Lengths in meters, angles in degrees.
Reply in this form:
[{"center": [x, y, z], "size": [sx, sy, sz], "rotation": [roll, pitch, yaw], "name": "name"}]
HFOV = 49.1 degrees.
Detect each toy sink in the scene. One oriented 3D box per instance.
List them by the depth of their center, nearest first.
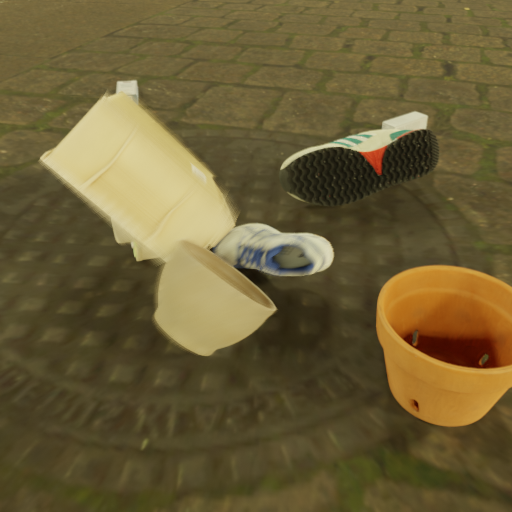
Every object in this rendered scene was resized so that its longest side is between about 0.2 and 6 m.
[{"center": [-1.781, -0.393, 9.238], "size": [1.123, 0.629, 0.732], "rotation": [-9, 54, -18], "name": "toy sink"}]

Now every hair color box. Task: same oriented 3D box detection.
[{"center": [-3.541, -4.469, 15.396], "size": [0.555, 0.340, 1.121], "rotation": [-6, 36, -8], "name": "hair color box"}]

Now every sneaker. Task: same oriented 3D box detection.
[{"center": [0.153, -0.084, 8.530], "size": [1.946, 0.732, 0.858], "rotation": [2, 10, 21], "name": "sneaker"}, {"center": [1.903, -1.809, 11.234], "size": [3.289, 1.158, 1.538], "rotation": [-16, 15, -13], "name": "sneaker"}]

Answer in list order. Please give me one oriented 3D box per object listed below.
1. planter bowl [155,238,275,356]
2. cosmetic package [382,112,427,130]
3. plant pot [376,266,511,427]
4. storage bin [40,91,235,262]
[{"center": [-0.648, 0.605, 7.077], "size": [1.003, 1.490, 1.490], "rotation": [-52, 46, 5], "name": "planter bowl"}, {"center": [3.429, -2.922, 13.008], "size": [1.123, 0.569, 0.400], "rotation": [-22, 40, -29], "name": "cosmetic package"}, {"center": [2.289, 1.145, 6.655], "size": [1.805, 1.263, 1.805], "rotation": [0, 35, 0], "name": "plant pot"}, {"center": [-1.641, -1.228, 8.565], "size": [1.170, 2.479, 2.497], "rotation": [-46, 18, 7], "name": "storage bin"}]
